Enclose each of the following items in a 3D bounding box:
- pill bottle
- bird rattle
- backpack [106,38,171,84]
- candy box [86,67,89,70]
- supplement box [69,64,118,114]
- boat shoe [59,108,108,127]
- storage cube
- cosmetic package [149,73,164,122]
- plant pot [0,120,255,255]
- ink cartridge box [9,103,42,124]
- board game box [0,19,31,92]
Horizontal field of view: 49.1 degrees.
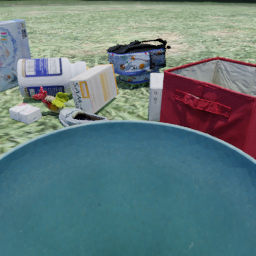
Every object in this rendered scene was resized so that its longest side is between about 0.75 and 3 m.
[{"bbox_3d":[-2.567,-1.755,9.742,2.221,1.329,1.329,-4,29,-11],"label":"pill bottle"},{"bbox_3d":[-2.317,-0.751,8.432,1.036,0.845,0.584,7,54,7],"label":"bird rattle"},{"bbox_3d":[0.240,-2.636,11.017,2.076,1.679,2.180,-11,19,-32],"label":"backpack"},{"bbox_3d":[-2.342,-2.001,11.051,1.764,0.488,1.018,-8,29,-14],"label":"candy box"},{"bbox_3d":[-1.044,-1.282,8.975,0.648,1.111,1.763,3,26,25],"label":"supplement box"},{"bbox_3d":[-1.207,-0.237,7.663,1.872,0.600,0.690,25,37,38],"label":"boat shoe"},{"bbox_3d":[2.052,-0.174,5.919,2.324,2.089,1.987,-21,34,-38],"label":"storage cube"},{"bbox_3d":[1.973,-0.928,8.373,2.676,1.135,1.440,3,27,4],"label":"cosmetic package"},{"bbox_3d":[-0.020,1.463,3.005,3.001,2.021,3.001,0,28,0],"label":"plant pot"},{"bbox_3d":[-3.042,-0.437,8.335,0.766,0.317,0.561,16,32,28],"label":"ink cartridge box"},{"bbox_3d":[-4.619,-2.576,10.172,0.505,2.329,2.318,17,33,29],"label":"board game box"}]
